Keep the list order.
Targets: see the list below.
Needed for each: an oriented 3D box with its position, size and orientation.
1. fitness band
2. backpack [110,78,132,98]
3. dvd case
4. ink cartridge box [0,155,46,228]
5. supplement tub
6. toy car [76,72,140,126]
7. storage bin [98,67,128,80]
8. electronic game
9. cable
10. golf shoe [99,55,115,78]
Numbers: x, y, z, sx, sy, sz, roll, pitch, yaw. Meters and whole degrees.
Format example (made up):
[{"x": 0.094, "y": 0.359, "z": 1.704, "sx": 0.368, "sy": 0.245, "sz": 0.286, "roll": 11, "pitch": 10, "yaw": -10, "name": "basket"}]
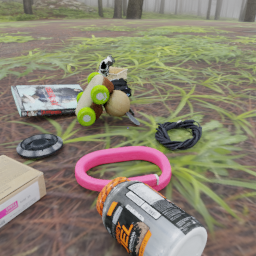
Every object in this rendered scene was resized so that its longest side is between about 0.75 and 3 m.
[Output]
[{"x": -0.112, "y": 1.105, "z": 7.504, "sx": 2.567, "sy": 0.480, "sz": 1.843, "roll": -5, "pitch": 27, "yaw": -13, "name": "fitness band"}, {"x": -0.549, "y": -1.685, "z": 12.403, "sx": 0.954, "sy": 1.012, "sz": 1.240, "roll": -30, "pitch": -5, "yaw": 23, "name": "backpack"}, {"x": -3.066, "y": -1.186, "z": 11.496, "sx": 2.921, "sy": 0.322, "sz": 2.133, "roll": -6, "pitch": 36, "yaw": -28, "name": "dvd case"}, {"x": -3.126, "y": 1.507, "z": 6.419, "sx": 1.551, "sy": 0.707, "sz": 1.883, "roll": 18, "pitch": 32, "yaw": 29, "name": "ink cartridge box"}, {"x": 0.348, "y": 1.798, "z": 5.279, "sx": 1.215, "sy": 1.215, "sz": 1.983, "roll": -20, "pitch": 32, "yaw": -35, "name": "supplement tub"}, {"x": -0.636, "y": -0.769, "z": 10.471, "sx": 2.266, "sy": 1.788, "sz": 1.861, "roll": 26, "pitch": 20, "yaw": -23, "name": "toy car"}, {"x": -0.842, "y": -2.910, "z": 15.395, "sx": 1.224, "sy": 0.578, "sz": 1.233, "roll": 13, "pitch": 30, "yaw": 23, "name": "storage bin"}, {"x": -2.755, "y": 0.549, "z": 8.790, "sx": 1.409, "sy": 0.293, "sz": 1.409, "roll": -2, "pitch": 25, "yaw": 1, "name": "electronic game"}, {"x": 1.667, "y": 0.150, "z": 9.388, "sx": 1.572, "sy": 0.490, "sz": 1.927, "roll": 8, "pitch": 28, "yaw": 16, "name": "cable"}, {"x": -1.160, "y": -2.778, "z": 13.055, "sx": 0.557, "sy": 1.433, "sz": 0.677, "roll": 46, "pitch": 49, "yaw": 10, "name": "golf shoe"}]
